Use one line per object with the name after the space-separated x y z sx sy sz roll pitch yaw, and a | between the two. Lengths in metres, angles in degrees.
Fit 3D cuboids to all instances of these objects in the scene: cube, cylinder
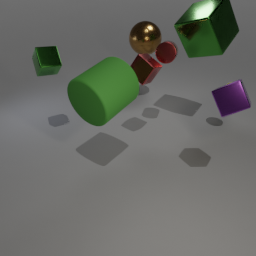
2.712 -3.428 9.616 1.400 1.400 1.400 10 54 48 | cube
2.574 -0.746 6.943 0.700 0.700 0.700 -22 2 27 | cube
-0.645 -0.987 7.504 1.400 1.400 1.400 22 48 32 | cylinder
0.536 -1.887 8.948 0.700 0.700 0.700 43 30 10 | cube
1.327 -2.584 9.520 0.700 0.700 0.700 7 22 12 | cylinder
-2.628 -2.157 9.062 0.700 0.700 0.700 -13 -8 -29 | cube

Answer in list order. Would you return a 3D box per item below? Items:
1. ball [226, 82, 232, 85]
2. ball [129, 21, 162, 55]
3.793 -1.313 10.145 0.700 0.700 0.700 0 30 0 | ball
0.737 -3.830 11.971 1.400 1.400 1.400 0 30 0 | ball
